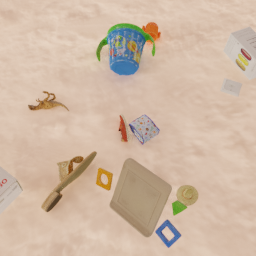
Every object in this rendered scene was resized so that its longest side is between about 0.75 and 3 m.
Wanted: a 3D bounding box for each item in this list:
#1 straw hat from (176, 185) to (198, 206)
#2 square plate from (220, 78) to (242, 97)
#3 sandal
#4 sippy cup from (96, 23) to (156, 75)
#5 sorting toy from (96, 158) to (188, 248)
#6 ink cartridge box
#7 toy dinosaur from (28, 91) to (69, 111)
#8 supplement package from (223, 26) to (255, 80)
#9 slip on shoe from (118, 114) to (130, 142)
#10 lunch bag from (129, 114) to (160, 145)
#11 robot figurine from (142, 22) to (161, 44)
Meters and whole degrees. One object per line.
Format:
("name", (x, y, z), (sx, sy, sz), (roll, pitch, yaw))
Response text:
("straw hat", (2.093, 2.275, 9.731), (0.790, 0.334, 0.790), (0, 60, 0))
("square plate", (4.532, -1.802, 12.249), (0.811, 0.115, 0.804), (21, 61, 12))
("sandal", (-2.248, 1.584, 9.769), (0.869, 0.968, 2.641), (35, 70, 11))
("sippy cup", (-0.116, -3.326, 12.303), (1.847, 2.352, 1.724), (19, 65, -37))
("sorting toy", (0.256, 1.448, 5.980), (2.318, 1.305, 0.316), (32, 23, 29))
("ink cartridge box", (-5.210, 1.909, 9.376), (2.618, 1.085, 1.922), (33, 60, 15))
("toy dinosaur", (-3.210, -1.025, 11.652), (1.801, 0.544, 0.957), (-4, 78, 8))
("supplement package", (5.455, -3.363, 12.557), (1.100, 1.143, 2.009), (-22, 62, -14))
("slip on shoe", (-0.204, -0.012, 11.028), (0.381, 0.461, 1.245), (-11, 65, -2))
("lunch bag", (0.613, 0.022, 10.905), (0.827, 0.602, 0.973), (-33, 73, -17))
("robot figurine", (1.124, -4.663, 13.599), (0.837, 0.678, 1.163), (-3, 57, 20))
